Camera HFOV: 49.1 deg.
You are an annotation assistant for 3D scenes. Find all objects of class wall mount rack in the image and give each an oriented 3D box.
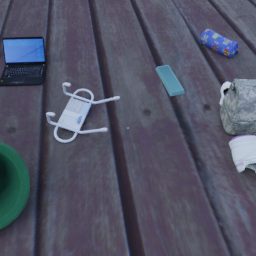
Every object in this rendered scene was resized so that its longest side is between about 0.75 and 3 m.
[{"bbox_3d":[-1.435,-0.550,9.110,1.991,0.854,2.291,17,57,3],"label":"wall mount rack"}]

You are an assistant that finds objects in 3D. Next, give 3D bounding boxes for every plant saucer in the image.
[{"bbox_3d":[1.617,-1.882,10.806,0.602,0.163,1.723,-11,49,-10],"label":"plant saucer"}]

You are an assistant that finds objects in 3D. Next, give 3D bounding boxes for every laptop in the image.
[{"bbox_3d":[-4.144,-2.612,10.898,1.667,0.972,1.881,-2,49,-1],"label":"laptop"}]

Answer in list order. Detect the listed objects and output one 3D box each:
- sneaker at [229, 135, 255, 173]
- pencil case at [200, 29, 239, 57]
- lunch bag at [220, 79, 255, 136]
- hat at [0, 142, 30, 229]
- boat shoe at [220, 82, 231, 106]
[{"bbox_3d":[4.195,0.850,8.108,2.473,0.926,1.232,0,68,0],"label":"sneaker"},{"bbox_3d":[3.923,-3.651,11.994,1.679,0.655,0.729,39,82,28],"label":"pencil case"},{"bbox_3d":[4.093,-0.767,8.800,2.009,1.685,1.400,2,49,2],"label":"lunch bag"},{"bbox_3d":[-3.955,1.460,7.851,2.169,2.305,2.618,-14,84,-22],"label":"hat"},{"bbox_3d":[3.601,-1.306,10.103,0.450,0.441,1.272,12,50,11],"label":"boat shoe"}]
